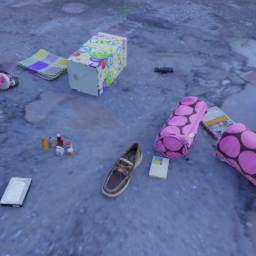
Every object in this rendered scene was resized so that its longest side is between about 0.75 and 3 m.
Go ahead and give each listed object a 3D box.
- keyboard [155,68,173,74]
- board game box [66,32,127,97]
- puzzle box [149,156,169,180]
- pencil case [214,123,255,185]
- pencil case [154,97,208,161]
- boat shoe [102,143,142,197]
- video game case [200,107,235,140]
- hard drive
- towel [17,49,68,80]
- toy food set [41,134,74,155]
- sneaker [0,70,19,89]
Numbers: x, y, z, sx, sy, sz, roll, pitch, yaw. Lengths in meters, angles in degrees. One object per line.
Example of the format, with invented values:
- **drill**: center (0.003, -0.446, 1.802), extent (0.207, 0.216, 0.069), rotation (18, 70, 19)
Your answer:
- **keyboard**: center (1.725, -2.770, 13.423), extent (0.886, 0.114, 0.532), rotation (0, 42, 2)
- **board game box**: center (-1.281, -2.920, 12.529), extent (1.479, 1.506, 2.871), rotation (17, 46, 16)
- **puzzle box**: center (1.002, 1.264, 8.951), extent (0.539, 0.103, 0.811), rotation (9, 43, 10)
- **pencil case**: center (3.938, 1.182, 8.232), extent (1.313, 1.355, 2.893), rotation (25, 18, -47)
- **pencil case**: center (1.948, -0.089, 9.601), extent (1.194, 1.233, 2.632), rotation (42, 47, -8)
- **boat shoe**: center (-0.150, 1.197, 8.565), extent (0.717, 0.715, 1.987), rotation (23, 47, 23)
- **video game case**: center (3.357, -0.213, 10.566), extent (1.092, 0.133, 1.527), rotation (-16, 44, -18)
- **hard drive**: center (-3.263, 1.874, 8.229), extent (0.645, 0.175, 0.924), rotation (3, 41, 3)
- **towel**: center (-3.943, -3.132, 13.684), extent (2.560, 0.292, 1.839), rotation (25, 48, 25)
- **toy food set**: center (-2.345, 0.534, 9.465), extent (1.106, 0.498, 0.528), rotation (12, 43, 13)
- **sneaker**: center (-5.664, -2.294, 12.573), extent (1.996, 0.789, 0.952), rotation (29, 29, 26)
